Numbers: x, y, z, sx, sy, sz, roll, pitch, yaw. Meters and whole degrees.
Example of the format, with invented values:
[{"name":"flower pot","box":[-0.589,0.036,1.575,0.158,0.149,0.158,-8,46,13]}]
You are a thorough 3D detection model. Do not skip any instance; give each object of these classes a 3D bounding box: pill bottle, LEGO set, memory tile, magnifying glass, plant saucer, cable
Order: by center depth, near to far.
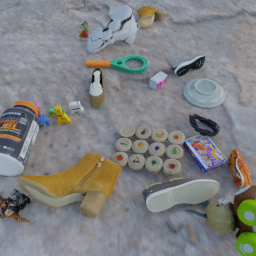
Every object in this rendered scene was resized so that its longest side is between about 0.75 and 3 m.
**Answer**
[{"name":"pill bottle","box":[-3.831,0.229,9.526,1.347,1.347,2.537,3,49,2]},{"name":"memory tile","box":[0.708,0.698,9.684,2.406,0.202,1.844,7,52,14]},{"name":"cable","box":[2.731,-0.088,10.309,1.255,0.319,1.024,35,42,20]},{"name":"LEGO set","box":[-2.788,-0.628,10.541,2.145,0.880,0.818,-6,51,-5]},{"name":"plant saucer","box":[3.194,-1.575,11.635,1.732,0.435,1.732,0,50,0]},{"name":"magnifying glass","box":[-0.509,-2.955,12.885,2.824,0.316,1.124,0,50,1]}]

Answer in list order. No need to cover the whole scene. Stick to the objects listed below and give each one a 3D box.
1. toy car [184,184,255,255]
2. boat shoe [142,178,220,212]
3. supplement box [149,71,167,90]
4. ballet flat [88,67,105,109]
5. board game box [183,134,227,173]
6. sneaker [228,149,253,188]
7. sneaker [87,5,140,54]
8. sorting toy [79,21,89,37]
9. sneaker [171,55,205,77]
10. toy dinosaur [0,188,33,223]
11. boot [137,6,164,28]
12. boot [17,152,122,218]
[{"name":"toy car","box":[2.746,2.279,7.783,2.113,1.667,1.735,5,12,36]},{"name":"boat shoe","box":[1.596,1.887,8.495,2.336,0.839,0.695,-12,23,-11]},{"name":"supplement box","box":[1.296,-2.038,12.045,0.402,0.393,0.777,33,57,24]},{"name":"ballet flat","box":[-1.283,-1.760,11.569,0.716,0.764,2.112,1,50,1]},{"name":"board game box","box":[2.638,0.828,9.701,0.879,0.293,1.307,-20,53,-16]},{"name":"sneaker","box":[3.688,1.353,9.228,0.550,0.520,1.425,15,52,-17]},{"name":"sneaker","box":[-0.621,-4.472,13.723,2.784,1.600,1.046,-44,55,9]},{"name":"sorting toy","box":[-2.372,-5.182,14.765,0.453,0.456,1.314,-18,50,16]},{"name":"sneaker","box":[2.756,-2.947,12.665,1.762,0.651,0.698,-23,49,-18]},{"name":"toy dinosaur","box":[-3.379,2.373,8.329,1.340,0.684,0.909,36,72,5]},{"name":"boot","box":[0.895,-6.173,15.426,1.951,0.687,1.397,-31,51,-28]},{"name":"boot","box":[-1.757,1.513,8.815,2.790,0.982,1.997,17,46,9]}]
